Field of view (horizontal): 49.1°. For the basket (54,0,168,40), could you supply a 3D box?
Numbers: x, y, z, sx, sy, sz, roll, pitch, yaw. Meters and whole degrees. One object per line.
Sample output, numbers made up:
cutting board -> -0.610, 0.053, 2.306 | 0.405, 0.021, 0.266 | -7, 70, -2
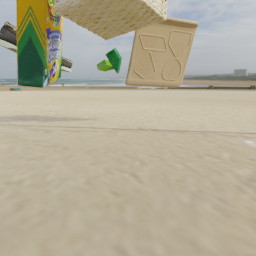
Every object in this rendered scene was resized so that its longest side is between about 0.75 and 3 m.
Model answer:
basket -> -0.275, -2.844, 5.508 | 1.778, 1.430, 1.762 | -5, -9, 35

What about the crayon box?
crayon box -> -2.162, -2.522, 7.049 | 0.705, 2.733, 1.718 | 6, 18, -1

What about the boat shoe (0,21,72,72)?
boat shoe -> -3.147, -2.771, 9.565 | 2.962, 0.892, 1.056 | 24, 3, 9

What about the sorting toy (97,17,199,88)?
sorting toy -> 0.496, -2.010, 7.420 | 2.621, 1.938, 0.386 | -1, 33, -25
